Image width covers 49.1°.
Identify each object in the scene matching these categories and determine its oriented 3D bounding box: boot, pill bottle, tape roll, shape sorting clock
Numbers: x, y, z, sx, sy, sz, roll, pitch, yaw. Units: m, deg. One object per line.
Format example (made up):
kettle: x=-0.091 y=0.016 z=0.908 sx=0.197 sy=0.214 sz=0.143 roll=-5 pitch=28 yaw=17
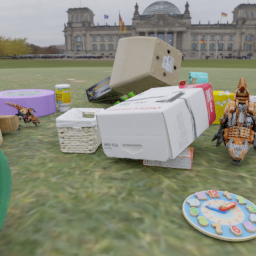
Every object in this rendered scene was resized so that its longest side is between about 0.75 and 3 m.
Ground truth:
boot: x=-4.440 y=0.094 z=7.905 sx=1.843 sy=0.906 sz=2.574 roll=-5 pitch=11 yaw=3
pill bottle: x=-2.830 y=-1.312 z=12.275 sx=0.636 sy=1.128 sz=0.636 roll=0 pitch=15 yaw=0
tape roll: x=-4.447 y=-1.083 z=11.992 sx=2.597 sy=0.852 sz=2.597 roll=0 pitch=16 yaw=0
shape sorting clock: x=1.470 y=1.303 z=4.359 sx=1.218 sy=0.239 sz=1.218 roll=0 pitch=15 yaw=0

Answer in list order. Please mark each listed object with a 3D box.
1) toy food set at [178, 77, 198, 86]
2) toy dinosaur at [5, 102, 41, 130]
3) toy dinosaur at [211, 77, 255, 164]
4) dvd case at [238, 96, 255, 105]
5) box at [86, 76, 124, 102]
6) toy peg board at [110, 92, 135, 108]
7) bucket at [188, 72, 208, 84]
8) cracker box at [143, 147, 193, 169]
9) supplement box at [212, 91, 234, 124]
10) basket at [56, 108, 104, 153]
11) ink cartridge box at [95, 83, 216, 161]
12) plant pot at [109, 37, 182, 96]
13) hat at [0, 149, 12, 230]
toy food set: x=2.227 y=-1.218 z=11.116 sx=0.992 sy=1.560 sz=0.246 roll=1 pitch=16 yaw=5
toy dinosaur: x=-3.610 y=-0.440 z=9.533 sx=1.240 sy=0.842 sz=0.633 roll=40 pitch=-5 yaw=-8
toy dinosaur: x=2.881 y=-0.206 z=7.026 sx=1.249 sy=1.660 sz=2.445 roll=26 pitch=69 yaw=29
dvd case: x=5.800 y=-1.372 z=14.213 sx=2.179 sy=0.234 sz=2.931 roll=6 pitch=16 yaw=23
box: x=-0.431 y=-2.135 z=14.192 sx=2.262 sy=0.690 sz=2.856 roll=-15 pitch=-2 yaw=-42
toy peg board: x=-0.205 y=-0.536 z=8.567 sx=1.218 sy=0.596 sz=1.213 roll=-37 pitch=8 yaw=-22
bucket: x=4.044 y=-2.532 z=16.242 sx=0.998 sy=1.533 sz=1.533 roll=2 pitch=15 yaw=8
cracker box: x=0.958 y=0.654 z=6.587 sx=1.100 sy=0.317 sz=0.737 roll=4 pitch=16 yaw=14
supplement box: x=2.841 y=-0.806 z=10.468 sx=1.994 sy=1.092 sz=1.085 roll=2 pitch=15 yaw=5
basket: x=-1.239 y=0.039 z=7.695 sx=1.021 sy=0.929 sz=1.506 roll=2 pitch=14 yaw=6
ink cartridge box: x=0.778 y=-0.259 z=6.869 sx=1.894 sy=1.069 sz=2.580 roll=0 pitch=19 yaw=37
plant pot: x=0.968 y=-2.691 z=12.575 sx=2.489 sy=2.486 sz=2.203 roll=18 pitch=-13 yaw=-34
hat: x=-2.324 y=1.391 z=4.021 sx=2.137 sy=2.271 sz=2.580 roll=-3 pitch=55 yaw=1
